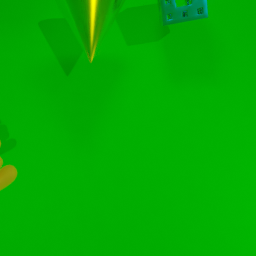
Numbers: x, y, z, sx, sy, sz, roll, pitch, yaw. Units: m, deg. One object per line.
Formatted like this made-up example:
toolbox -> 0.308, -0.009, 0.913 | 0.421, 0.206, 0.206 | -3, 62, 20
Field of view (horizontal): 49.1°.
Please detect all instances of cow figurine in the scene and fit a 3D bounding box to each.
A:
cow figurine -> -2.280, 0.814, 3.854 | 1.366, 0.762, 1.389 | -37, 59, -10

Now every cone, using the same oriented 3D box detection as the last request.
cone -> -0.762, -2.083, 5.650 | 1.648, 1.648, 1.655 | -2, 79, 0

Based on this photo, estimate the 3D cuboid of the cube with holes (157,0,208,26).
cube with holes -> 1.199, -2.956, 6.440 | 0.990, 0.990, 0.990 | -9, 110, 6
